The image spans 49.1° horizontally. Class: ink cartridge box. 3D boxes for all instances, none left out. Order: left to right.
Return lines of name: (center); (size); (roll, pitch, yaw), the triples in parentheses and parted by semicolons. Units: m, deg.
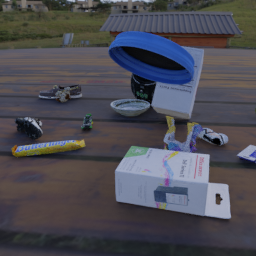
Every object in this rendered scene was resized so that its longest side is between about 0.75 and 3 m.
ink cartridge box: (1.124, 1.200, 6.660); (2.556, 0.860, 1.497); (6, 21, 14)
ink cartridge box: (3.812, 0.821, 8.634); (0.522, 0.204, 1.103); (19, 25, 40)

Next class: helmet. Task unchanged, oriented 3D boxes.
helmet: (1.218, -2.295, 14.013); (2.320, 2.212, 2.320); (-5, 64, 10)

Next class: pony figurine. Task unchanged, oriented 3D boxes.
pony figurine: (1.514, 0.595, 7.811); (1.522, 1.577, 1.313); (12, 11, -12)

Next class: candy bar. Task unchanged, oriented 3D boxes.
candy bar: (-2.551, 0.633, 9.060); (2.330, 0.258, 0.581); (-5, 21, -16)

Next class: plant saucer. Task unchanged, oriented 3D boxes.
plant saucer: (0.111, -0.896, 12.821); (1.817, 0.456, 1.817); (-1, 20, 0)

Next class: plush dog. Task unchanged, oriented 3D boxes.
plush dog: (-3.354, -1.632, 14.766); (0.905, 0.726, 0.778); (-24, 29, 20)

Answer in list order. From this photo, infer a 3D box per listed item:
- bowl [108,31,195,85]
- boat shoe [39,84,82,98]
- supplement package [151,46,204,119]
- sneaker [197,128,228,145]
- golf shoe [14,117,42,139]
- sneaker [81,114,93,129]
bowl: (0.788, -2.218, 9.088); (2.869, 0.563, 2.869); (19, -4, 1)
boat shoe: (-3.749, -2.037, 15.507); (2.331, 0.694, 0.837); (-2, 21, -6)
supplement package: (2.100, -1.857, 11.629); (1.557, 2.599, 1.576); (13, -3, 14)
sneaker: (2.857, 0.302, 9.716); (1.128, 0.416, 0.451); (16, 28, 37)
golf shoe: (-3.506, -0.101, 10.416); (0.829, 0.682, 1.754); (-18, 28, -39)
sneaker: (-1.633, -0.256, 11.110); (0.430, 0.469, 1.101); (-1, 21, -4)
